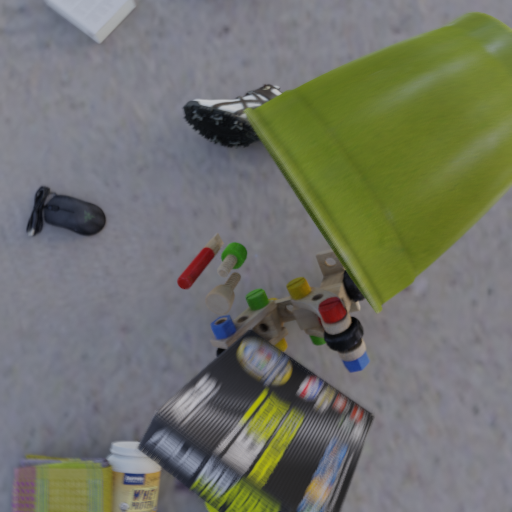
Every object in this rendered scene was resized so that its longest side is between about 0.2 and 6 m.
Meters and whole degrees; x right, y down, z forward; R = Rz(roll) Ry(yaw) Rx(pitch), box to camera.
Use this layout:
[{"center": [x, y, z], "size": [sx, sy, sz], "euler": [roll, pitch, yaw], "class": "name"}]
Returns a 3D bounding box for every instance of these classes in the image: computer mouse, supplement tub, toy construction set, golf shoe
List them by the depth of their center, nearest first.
[{"center": [-1.935, 3.523, 8.638], "size": [0.845, 0.845, 1.170], "euler": [5, 79, 1], "class": "supplement tub"}, {"center": [0.441, 0.633, 8.816], "size": [2.943, 2.455, 2.262], "euler": [42, 38, -8], "class": "toy construction set"}, {"center": [-3.318, -0.715, 9.760], "size": [1.356, 0.357, 0.939], "euler": [11, 78, 2], "class": "computer mouse"}, {"center": [-0.099, -2.518, 9.960], "size": [2.351, 0.914, 1.111], "euler": [12, 66, -3], "class": "golf shoe"}]

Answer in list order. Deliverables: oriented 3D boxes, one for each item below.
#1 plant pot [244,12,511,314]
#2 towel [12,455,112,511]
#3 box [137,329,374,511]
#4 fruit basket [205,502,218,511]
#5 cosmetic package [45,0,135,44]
[{"center": [1.923, -1.348, 7.086], "size": [2.964, 3.079, 3.079], "euler": [-33, 80, 6], "class": "plant pot"}, {"center": [-2.886, 4.393, 8.380], "size": [1.960, 0.311, 2.729], "euler": [-11, 76, 25], "class": "towel"}, {"center": [0.179, 2.113, 6.822], "size": [2.148, 2.681, 0.594], "euler": [34, 111, 12], "class": "box"}, {"center": [-0.379, 3.843, 8.566], "size": [1.173, 0.846, 1.173], "euler": [0, 88, -12], "class": "fruit basket"}, {"center": [-3.164, -4.831, 10.604], "size": [1.372, 0.355, 1.035], "euler": [39, 83, 8], "class": "cosmetic package"}]
